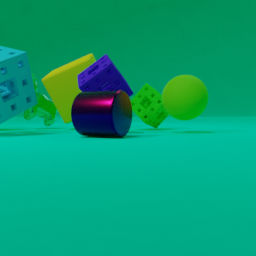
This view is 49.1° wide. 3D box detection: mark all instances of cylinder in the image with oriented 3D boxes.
[{"bbox_3d":[-0.419,-0.236,4.651,0.761,0.761,0.761,1,3,26],"label":"cylinder"}]

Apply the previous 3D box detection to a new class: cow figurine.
[{"bbox_3d":[-2.424,-0.771,7.577,1.237,1.217,0.679,19,-19,-29],"label":"cow figurine"}]

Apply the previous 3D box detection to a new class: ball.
[{"bbox_3d":[1.180,-0.626,5.820,0.944,0.944,0.944,0,2,0],"label":"ball"}]

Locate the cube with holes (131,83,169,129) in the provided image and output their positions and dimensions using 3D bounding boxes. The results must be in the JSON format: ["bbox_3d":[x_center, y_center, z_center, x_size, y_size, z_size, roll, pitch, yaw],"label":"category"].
[{"bbox_3d":[0.612,-0.562,7.292,0.747,0.747,0.747,48,14,27],"label":"cube with holes"}]

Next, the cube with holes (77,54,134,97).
[{"bbox_3d":[-0.464,-0.864,5.539,0.746,0.746,0.746,-35,29,7],"label":"cube with holes"}]

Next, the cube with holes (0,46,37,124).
[{"bbox_3d":[-2.482,-0.805,5.058,1.036,1.036,1.036,18,38,26],"label":"cube with holes"}]

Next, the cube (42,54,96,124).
[{"bbox_3d":[-1.258,-1.046,7.228,1.233,1.233,1.233,-22,20,6],"label":"cube"}]
